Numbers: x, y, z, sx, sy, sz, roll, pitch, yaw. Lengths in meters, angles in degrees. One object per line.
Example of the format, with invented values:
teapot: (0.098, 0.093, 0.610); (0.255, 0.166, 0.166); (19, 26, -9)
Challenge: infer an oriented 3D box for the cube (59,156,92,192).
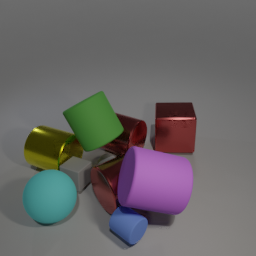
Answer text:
cube: (-1.587, 1.393, 8.568); (0.700, 0.700, 0.700); (13, 27, 23)

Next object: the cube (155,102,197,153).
cube: (1.707, -0.042, 10.320); (1.400, 1.400, 1.400); (0, 28, 6)

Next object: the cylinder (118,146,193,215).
cylinder: (0.609, 1.257, 6.699); (1.400, 1.400, 1.400); (13, 30, -13)

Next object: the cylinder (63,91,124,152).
cylinder: (-1.060, -0.211, 8.633); (1.400, 1.400, 1.400); (-27, 11, 6)

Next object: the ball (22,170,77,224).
ball: (-2.085, 1.825, 7.512); (1.400, 1.400, 1.400); (0, 32, 0)

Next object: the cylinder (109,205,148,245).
cylinder: (0.011, 2.384, 6.946); (0.700, 0.700, 0.700); (23, 39, 36)

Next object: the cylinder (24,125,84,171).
cylinder: (-2.411, 0.732, 9.219); (1.400, 1.400, 1.400); (14, 35, 20)

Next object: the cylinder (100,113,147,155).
cylinder: (-0.232, 0.233, 10.020); (1.400, 1.400, 1.400); (17, 36, 25)

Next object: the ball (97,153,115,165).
ball: (-0.657, 1.185, 9.167); (0.700, 0.700, 0.700); (0, 32, 0)

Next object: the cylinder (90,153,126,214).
cylinder: (-0.140, 1.509, 7.980); (1.400, 1.400, 1.400); (-20, 37, -29)
